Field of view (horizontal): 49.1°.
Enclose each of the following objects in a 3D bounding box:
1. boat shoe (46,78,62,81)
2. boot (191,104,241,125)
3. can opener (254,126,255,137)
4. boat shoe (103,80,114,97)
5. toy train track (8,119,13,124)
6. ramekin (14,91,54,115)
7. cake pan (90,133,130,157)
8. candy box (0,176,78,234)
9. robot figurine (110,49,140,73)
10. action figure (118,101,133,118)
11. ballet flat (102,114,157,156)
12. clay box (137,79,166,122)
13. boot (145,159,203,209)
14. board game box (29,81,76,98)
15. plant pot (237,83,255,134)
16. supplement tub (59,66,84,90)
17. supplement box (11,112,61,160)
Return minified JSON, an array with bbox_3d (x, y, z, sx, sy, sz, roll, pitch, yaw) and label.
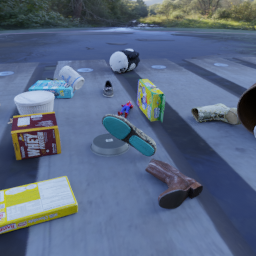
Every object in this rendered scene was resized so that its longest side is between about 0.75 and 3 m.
[{"bbox_3d":[-4.332,-2.766,16.457,1.060,0.317,0.379,4,25,7],"label":"boat shoe"},{"bbox_3d":[3.524,-0.510,11.235,1.438,0.670,1.860,-6,20,-14],"label":"boot"},{"bbox_3d":[5.601,0.299,9.333,2.666,0.702,0.886,18,46,31],"label":"can opener"},{"bbox_3d":[-1.068,-2.100,14.851,0.554,0.472,1.656,-3,25,-6],"label":"boat shoe"},{"bbox_3d":[-4.545,-0.255,11.317,0.845,0.137,0.485,23,34,39],"label":"toy train track"},{"bbox_3d":[-4.011,-1.006,12.144,1.655,0.771,1.655,0,26,0],"label":"ramekin"},{"bbox_3d":[-0.616,0.532,9.505,1.342,0.246,1.342,0,25,0],"label":"cake pan"},{"bbox_3d":[-2.528,1.836,6.617,2.462,0.325,1.258,-10,29,-20],"label":"candy box"},{"bbox_3d":[-0.175,-4.527,18.959,1.452,1.748,2.327,35,38,21],"label":"robot figurine"},{"bbox_3d":[-0.062,-0.893,12.446,0.496,0.392,1.515,3,22,12],"label":"action figure"},{"bbox_3d":[0.053,0.137,8.620,1.992,0.676,0.750,35,27,-15],"label":"ballet flat"},{"bbox_3d":[0.906,-1.119,11.400,0.485,1.171,2.038,-5,29,-15],"label":"clay box"},{"bbox_3d":[0.883,1.367,7.371,1.536,0.529,1.648,-3,25,-38],"label":"boot"},{"bbox_3d":[-3.872,-2.046,14.695,2.132,0.500,1.609,1,25,1],"label":"board game box"},{"bbox_3d":[5.445,-1.107,10.242,2.182,2.182,2.334,16,41,31],"label":"plant pot"},{"bbox_3d":[-2.077,-1.846,10.356,0.833,0.550,0.550,39,38,13],"label":"supplement tub"},{"bbox_3d":[-3.040,0.214,9.336,1.415,0.952,1.434,-8,26,-16],"label":"supplement box"}]
